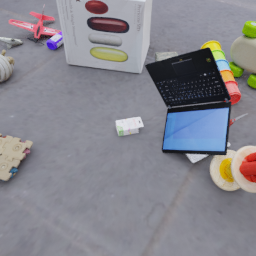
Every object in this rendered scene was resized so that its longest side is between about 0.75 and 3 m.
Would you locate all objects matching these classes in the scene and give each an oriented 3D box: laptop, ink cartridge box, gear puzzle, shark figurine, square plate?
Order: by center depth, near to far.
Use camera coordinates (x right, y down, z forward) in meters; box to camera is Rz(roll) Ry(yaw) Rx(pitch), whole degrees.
[{"bbox_3d":[1.406,-0.563,7.161,2.038,2.299,1.188,-3,37,47],"label":"laptop"},{"bbox_3d":[-4.139,0.713,7.872,2.778,0.364,1.439,12,51,14],"label":"gear puzzle"},{"bbox_3d":[2.051,0.327,8.274,1.359,0.193,1.346,-21,51,-18],"label":"square plate"},{"bbox_3d":[0.049,-0.050,8.562,0.783,0.263,0.458,-10,49,-9],"label":"ink cartridge box"},{"bbox_3d":[-5.047,-3.523,11.615,1.170,0.488,0.699,8,14,-2],"label":"shark figurine"}]

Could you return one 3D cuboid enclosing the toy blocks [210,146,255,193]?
[{"bbox_3d":[3.527,0.665,6.029,2.458,2.950,1.071,-15,83,-14],"label":"toy blocks"}]

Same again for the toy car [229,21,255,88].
[{"bbox_3d":[4.974,-2.788,10.089,2.283,1.876,1.802,-27,53,-35],"label":"toy car"}]

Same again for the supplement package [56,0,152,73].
[{"bbox_3d":[-0.713,-3.886,10.280,2.941,2.812,2.163,8,49,8],"label":"supplement package"}]

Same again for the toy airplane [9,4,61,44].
[{"bbox_3d":[-3.912,-4.548,12.334,2.449,0.451,2.449,10,55,-15],"label":"toy airplane"}]

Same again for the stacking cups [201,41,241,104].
[{"bbox_3d":[3.243,-1.977,10.000,0.836,0.836,2.762,-2,51,-1],"label":"stacking cups"}]

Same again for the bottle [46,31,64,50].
[{"bbox_3d":[-2.903,-3.743,11.783,0.493,0.386,1.181,15,50,23],"label":"bottle"}]

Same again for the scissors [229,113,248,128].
[{"bbox_3d":[3.056,-0.244,8.154,0.075,1.074,0.393,8,53,-20],"label":"scissors"}]

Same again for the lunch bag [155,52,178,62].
[{"bbox_3d":[1.479,-2.343,10.395,0.852,0.611,1.038,-2,43,-2],"label":"lunch bag"}]

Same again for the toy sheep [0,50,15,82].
[{"bbox_3d":[-4.638,-2.122,9.911,1.063,1.063,1.542,23,41,19],"label":"toy sheep"}]
